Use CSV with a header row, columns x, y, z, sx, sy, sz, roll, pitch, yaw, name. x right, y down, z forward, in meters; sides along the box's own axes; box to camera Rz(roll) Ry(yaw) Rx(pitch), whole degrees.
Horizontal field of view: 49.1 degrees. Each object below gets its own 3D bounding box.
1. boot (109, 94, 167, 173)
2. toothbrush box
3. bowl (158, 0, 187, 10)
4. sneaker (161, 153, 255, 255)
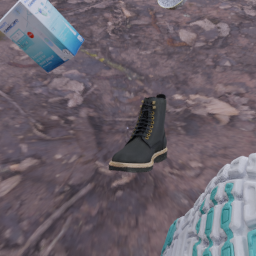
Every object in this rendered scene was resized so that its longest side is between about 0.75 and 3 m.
x,y,z,sx,sy,sz,roll,pitch,yaw,name
0.204,0.023,4.548,0.655,1.171,1.692,6,8,21,boot
-1.237,-1.358,4.008,0.706,0.965,0.411,-16,42,39,toothbrush box
1.200,-3.283,7.056,0.837,0.393,0.837,-12,68,30,bowl
1.144,1.187,2.601,1.251,2.742,1.064,21,58,5,sneaker
